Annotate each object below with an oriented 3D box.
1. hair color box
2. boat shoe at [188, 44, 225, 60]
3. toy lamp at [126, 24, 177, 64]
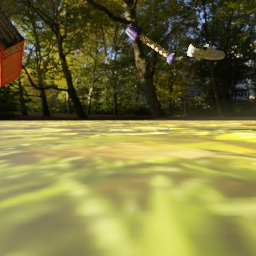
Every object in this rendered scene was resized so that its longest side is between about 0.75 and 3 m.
[{"bbox_3d":[-3.161,-1.923,6.802,0.672,1.113,2.193,-39,5,-26],"label":"hair color box"},{"bbox_3d":[2.553,-2.493,9.031,1.208,0.397,0.435,8,41,2],"label":"boat shoe"},{"bbox_3d":[0.871,-3.188,10.510,2.056,0.599,0.599,30,-1,-5],"label":"toy lamp"}]
